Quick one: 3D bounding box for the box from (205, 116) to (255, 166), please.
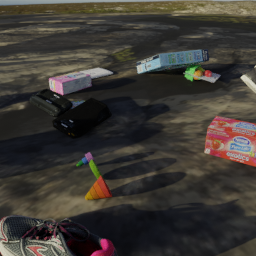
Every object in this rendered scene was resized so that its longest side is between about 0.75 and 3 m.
[{"bbox_3d":[2.565,0.300,6.290,1.481,0.707,0.738,14,30,26],"label":"box"}]

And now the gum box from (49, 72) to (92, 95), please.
[{"bbox_3d":[-2.133,-1.736,10.611,0.813,0.473,1.432,22,34,37],"label":"gum box"}]

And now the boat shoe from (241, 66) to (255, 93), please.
[{"bbox_3d":[2.668,-0.820,5.338,0.569,0.465,1.540,39,20,-13],"label":"boat shoe"}]

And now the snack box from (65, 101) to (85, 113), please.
[{"bbox_3d":[-1.661,-0.553,8.475,0.825,0.279,0.696,-5,28,-12],"label":"snack box"}]

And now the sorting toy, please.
[{"bbox_3d":[-0.740,0.965,5.455,0.460,0.463,1.336,-30,35,-7],"label":"sorting toy"}]

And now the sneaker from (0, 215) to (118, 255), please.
[{"bbox_3d":[-0.968,1.540,3.819,1.933,0.722,0.779,10,28,21],"label":"sneaker"}]

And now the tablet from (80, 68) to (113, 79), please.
[{"bbox_3d":[-1.655,-2.375,12.296,1.760,0.120,1.145,-22,34,-36],"label":"tablet"}]

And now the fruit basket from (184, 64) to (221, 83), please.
[{"bbox_3d":[3.043,-2.164,11.537,1.282,0.601,1.187,26,35,18],"label":"fruit basket"}]

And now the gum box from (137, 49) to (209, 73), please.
[{"bbox_3d":[1.878,-2.851,12.053,2.382,0.531,2.024,-13,8,-23],"label":"gum box"}]

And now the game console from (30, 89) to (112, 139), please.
[{"bbox_3d":[-1.789,-0.590,8.055,2.489,0.300,1.468,28,46,30],"label":"game console"}]
